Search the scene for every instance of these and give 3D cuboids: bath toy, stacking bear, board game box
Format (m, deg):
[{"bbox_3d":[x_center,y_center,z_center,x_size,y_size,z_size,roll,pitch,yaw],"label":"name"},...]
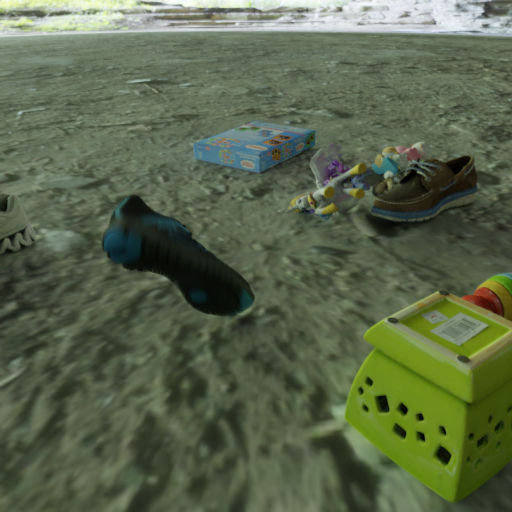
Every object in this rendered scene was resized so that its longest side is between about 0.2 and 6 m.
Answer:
[{"bbox_3d":[3.382,-2.251,12.882,1.591,0.588,0.692,-23,79,-35],"label":"bath toy"},{"bbox_3d":[3.085,0.605,7.147,1.211,0.736,0.689,-18,22,-17],"label":"stacking bear"},{"bbox_3d":[0.005,-2.779,13.955,1.946,0.471,2.573,17,32,31],"label":"board game box"}]

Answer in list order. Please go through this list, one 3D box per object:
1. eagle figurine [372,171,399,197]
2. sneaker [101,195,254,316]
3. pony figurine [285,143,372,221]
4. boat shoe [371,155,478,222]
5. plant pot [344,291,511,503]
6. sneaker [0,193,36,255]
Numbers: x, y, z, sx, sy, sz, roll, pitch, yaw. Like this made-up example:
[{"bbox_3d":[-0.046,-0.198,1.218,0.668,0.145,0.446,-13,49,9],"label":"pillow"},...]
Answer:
[{"bbox_3d":[2.674,-1.425,11.417,0.448,0.450,0.593,37,35,21],"label":"eagle figurine"},{"bbox_3d":[-0.856,-0.005,7.037,2.144,0.785,0.878,36,34,-27],"label":"sneaker"},{"bbox_3d":[1.373,-1.230,10.070,1.522,1.313,1.577,-37,14,-20],"label":"pony figurine"},{"bbox_3d":[3.160,-1.339,10.508,2.705,0.979,0.977,-19,28,-36],"label":"boat shoe"},{"bbox_3d":[1.803,1.173,5.308,1.376,1.249,1.369,-18,32,-34],"label":"plant pot"},{"bbox_3d":[-4.406,-0.265,8.546,0.848,0.914,2.256,12,30,19],"label":"sneaker"}]
